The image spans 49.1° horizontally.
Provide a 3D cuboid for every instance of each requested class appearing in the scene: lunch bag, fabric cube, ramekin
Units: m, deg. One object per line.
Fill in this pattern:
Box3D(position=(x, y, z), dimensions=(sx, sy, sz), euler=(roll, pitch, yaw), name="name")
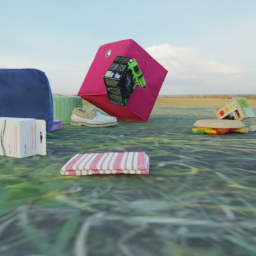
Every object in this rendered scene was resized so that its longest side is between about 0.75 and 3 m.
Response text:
Box3D(position=(-3.725, -0.687, 8.251), dimensions=(2.910, 1.977, 1.925), euler=(-4, 6, -19), name="lunch bag")
Box3D(position=(-0.298, -2.316, 14.373), dimensions=(2.973, 2.963, 2.916), euler=(32, -14, -36), name="fabric cube")
Box3D(position=(-3.471, -0.935, 13.955), dimensions=(2.615, 1.277, 2.615), euler=(0, 6, 0), name="ramekin")

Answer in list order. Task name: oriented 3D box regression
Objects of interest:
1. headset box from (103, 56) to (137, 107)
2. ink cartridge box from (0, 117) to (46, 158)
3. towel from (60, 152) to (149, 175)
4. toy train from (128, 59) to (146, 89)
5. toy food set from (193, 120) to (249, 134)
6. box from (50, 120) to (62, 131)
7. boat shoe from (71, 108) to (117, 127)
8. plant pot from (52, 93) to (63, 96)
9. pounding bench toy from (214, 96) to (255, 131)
Box3D(position=(-0.286, -1.883, 11.573), dimensions=(0.751, 1.620, 1.410), euler=(13, 53, 20), name="headset box")
Box3D(position=(-2.329, 0.183, 5.776), dimensions=(1.310, 0.760, 0.444), euler=(3, 7, 27), name="ink cartridge box")
Box3D(position=(-0.334, 0.604, 4.622), dimensions=(1.364, 0.204, 0.998), euler=(-2, 6, 4), name="towel")
Box3D(position=(0.374, -1.892, 9.986), dimensions=(0.309, 0.418, 1.482), euler=(-33, -33, 2), name="toy train")
Box3D(position=(3.102, -0.042, 9.589), dimensions=(1.708, 0.420, 1.726), euler=(5, 8, 43), name="toy food set")
Box3D(position=(-3.557, -0.093, 10.380), dimensions=(1.791, 0.350, 1.225), euler=(2, 6, 17), name="box")
Box3D(position=(-1.508, -0.473, 11.984), dimensions=(2.265, 0.775, 0.846), euler=(3, 7, 25), name="boat shoe")
Box3D(position=(-4.044, -1.054, 15.744), dimensions=(1.490, 1.490, 1.000), euler=(2, 38, 20), name="plant pot")
Box3D(position=(4.042, -0.302, 10.484), dimensions=(0.862, 1.387, 1.082), euler=(-3, -25, -39), name="pounding bench toy")
